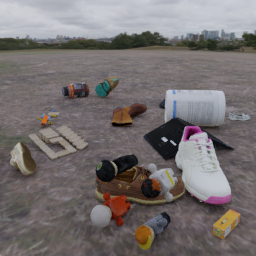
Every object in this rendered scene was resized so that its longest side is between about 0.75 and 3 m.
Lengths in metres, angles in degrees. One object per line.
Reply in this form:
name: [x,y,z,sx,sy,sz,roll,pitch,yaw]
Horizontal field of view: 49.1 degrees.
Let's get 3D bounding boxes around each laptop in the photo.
laptop: [2.143,0.521,10.334,2.397,1.238,2.124,-30,25,-6]

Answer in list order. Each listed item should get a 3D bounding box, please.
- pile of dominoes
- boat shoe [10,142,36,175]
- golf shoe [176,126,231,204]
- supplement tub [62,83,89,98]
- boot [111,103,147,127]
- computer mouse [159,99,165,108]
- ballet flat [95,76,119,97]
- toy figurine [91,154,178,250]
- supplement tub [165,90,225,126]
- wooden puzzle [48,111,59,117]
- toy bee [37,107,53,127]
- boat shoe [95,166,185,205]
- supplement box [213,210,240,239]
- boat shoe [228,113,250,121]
pile of dominoes: [-2.526,0.559,10.253,1.592,0.325,2.042,-15,33,-37]
boat shoe: [-3.241,1.006,8.504,0.549,0.609,1.689,-42,36,-5]
golf shoe: [1.957,0.892,7.631,1.088,1.322,2.889,-2,22,-7]
supplement tub: [-3.175,-2.270,16.910,1.552,0.830,0.830,-10,22,-26]
boot: [0.093,-0.596,12.687,1.676,0.609,1.780,0,21,-2]
computer mouse: [2.637,-1.592,15.482,2.347,0.540,1.648,-7,22,-21]
ballet flat: [-1.132,-2.463,16.276,0.967,0.907,2.674,-31,4,-19]
toy figurine: [0.104,1.425,5.721,1.598,1.623,1.129,18,15,31]
supplement tub: [2.792,-0.852,11.999,2.355,1.554,1.554,2,20,5]
wooden puzzle: [-3.637,-0.684,13.678,0.547,0.095,0.810,5,21,2]
toy bee: [-3.616,-0.362,12.350,0.674,0.559,1.029,33,38,1]
boat shoe: [0.304,1.385,7.015,2.291,0.774,0.825,0,20,0]
supplement box: [2.109,2.048,5.987,0.759,0.261,0.253,-17,25,-41]
boat shoe: [5.145,-0.537,12.936,0.963,0.309,0.355,2,20,5]
